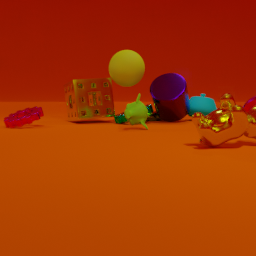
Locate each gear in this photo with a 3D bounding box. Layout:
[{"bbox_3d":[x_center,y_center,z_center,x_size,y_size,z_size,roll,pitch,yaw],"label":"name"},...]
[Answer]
[{"bbox_3d":[-3.200,-0.345,8.632,1.165,0.216,1.165,-11,23,5],"label":"gear"},{"bbox_3d":[0.199,-0.504,9.901,1.388,0.257,1.388,-18,7,2],"label":"gear"}]

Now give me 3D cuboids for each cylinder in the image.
[{"bbox_3d":[1.558,-1.106,10.283,1.308,1.308,1.308,2,-32,20],"label":"cylinder"}]

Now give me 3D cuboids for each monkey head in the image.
[{"bbox_3d":[0.226,-0.417,7.791,0.627,1.041,0.749,-13,-1,12],"label":"monkey head"}]

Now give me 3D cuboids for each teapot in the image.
[{"bbox_3d":[2.983,-0.871,11.116,1.972,0.966,1.226,9,-4,16],"label":"teapot"}]

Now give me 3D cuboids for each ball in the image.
[{"bbox_3d":[-0.043,-2.149,10.126,1.300,1.300,1.300,0,6,0],"label":"ball"}]

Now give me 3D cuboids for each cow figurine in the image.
[{"bbox_3d":[1.896,-0.007,5.027,1.302,1.281,0.715,-32,41,11],"label":"cow figurine"}]

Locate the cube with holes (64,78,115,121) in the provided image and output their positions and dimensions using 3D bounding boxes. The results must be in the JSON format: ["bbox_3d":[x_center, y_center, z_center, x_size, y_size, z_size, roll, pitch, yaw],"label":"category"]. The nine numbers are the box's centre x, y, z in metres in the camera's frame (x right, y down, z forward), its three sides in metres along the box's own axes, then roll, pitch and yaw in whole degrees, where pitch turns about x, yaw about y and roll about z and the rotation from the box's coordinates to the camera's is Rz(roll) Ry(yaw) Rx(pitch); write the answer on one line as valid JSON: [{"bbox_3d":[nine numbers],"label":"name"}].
[{"bbox_3d":[-1.447,-1.021,10.337,1.390,1.390,1.390,-8,4,-26],"label":"cube with holes"}]

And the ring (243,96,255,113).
[{"bbox_3d":[3.572,-0.412,7.306,1.102,1.102,0.220,3,44,28],"label":"ring"}]

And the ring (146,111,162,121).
[{"bbox_3d":[0.698,-0.508,11.585,1.720,0.344,1.720,0,6,0],"label":"ring"}]
